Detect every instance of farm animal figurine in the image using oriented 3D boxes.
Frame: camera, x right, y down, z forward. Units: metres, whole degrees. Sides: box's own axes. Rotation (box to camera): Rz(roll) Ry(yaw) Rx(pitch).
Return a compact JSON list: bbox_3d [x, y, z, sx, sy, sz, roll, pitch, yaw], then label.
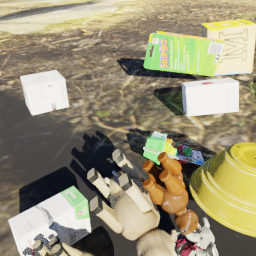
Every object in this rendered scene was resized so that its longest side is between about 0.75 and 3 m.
[{"bbox_3d":[-0.151,1.717,3.781,2.165,1.348,2.681,-3,44,54],"label":"farm animal figurine"}]

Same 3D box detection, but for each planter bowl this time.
[{"bbox_3d":[2.144,0.818,4.822,2.013,0.838,2.013,4,28,-2],"label":"planter bowl"}]

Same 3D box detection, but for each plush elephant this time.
[{"bbox_3d":[1.000,1.730,4.190,0.844,0.653,0.695,11,27,-15],"label":"plush elephant"}]

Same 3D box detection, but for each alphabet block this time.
[{"bbox_3d":[4.133,-3.424,11.856,1.885,1.920,1.875,-4,27,6],"label":"alphabet block"}]

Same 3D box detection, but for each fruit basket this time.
[{"bbox_3d":[1.095,0.500,6.630,1.381,0.647,1.279,8,10,10],"label":"fruit basket"}]

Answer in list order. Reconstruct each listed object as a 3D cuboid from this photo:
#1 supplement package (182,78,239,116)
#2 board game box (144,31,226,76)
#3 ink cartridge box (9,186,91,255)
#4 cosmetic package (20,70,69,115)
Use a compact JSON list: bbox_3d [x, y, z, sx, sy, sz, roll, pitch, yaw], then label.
[{"bbox_3d":[2.444,-0.950,8.437,1.491,0.893,0.904,-6,18,4],"label":"supplement package"},{"bbox_3d":[1.984,-2.643,10.051,2.740,1.309,0.411,3,35,-12],"label":"board game box"},{"bbox_3d":[-1.269,1.657,4.706,1.188,0.867,0.499,-24,40,-33],"label":"ink cartridge box"},{"bbox_3d":[-2.755,-1.197,9.289,1.249,1.029,1.030,-16,34,-23],"label":"cosmetic package"}]
